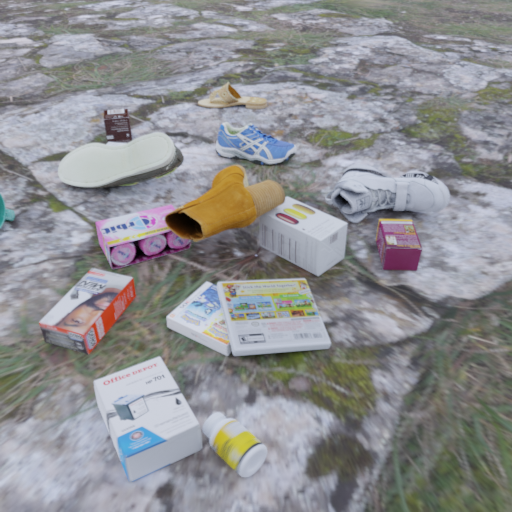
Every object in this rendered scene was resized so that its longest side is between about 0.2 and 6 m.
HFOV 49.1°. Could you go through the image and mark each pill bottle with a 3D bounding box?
[{"bbox_3d":[-0.294,2.382,7.151,0.467,0.467,0.834,-29,43,-34],"label":"pill bottle"}]

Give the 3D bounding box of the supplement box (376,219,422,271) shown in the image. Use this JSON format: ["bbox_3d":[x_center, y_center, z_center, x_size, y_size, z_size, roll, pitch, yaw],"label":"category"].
[{"bbox_3d":[2.716,-0.224,10.728,0.675,0.532,1.031,3,35,2],"label":"supplement box"}]

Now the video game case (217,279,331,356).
[{"bbox_3d":[0.256,0.950,9.048,1.577,0.181,1.436,-2,44,-16],"label":"video game case"}]

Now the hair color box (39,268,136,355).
[{"bbox_3d":[-2.739,0.870,9.257,0.837,0.483,1.510,12,39,15],"label":"hair color box"}]

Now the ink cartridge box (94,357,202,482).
[{"bbox_3d":[-1.460,2.114,7.437,1.002,0.587,1.368,-18,41,-24],"label":"ink cartridge box"}]

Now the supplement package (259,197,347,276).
[{"bbox_3d":[0.873,-0.402,10.726,1.499,0.821,0.853,28,44,34],"label":"supplement package"}]

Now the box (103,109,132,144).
[{"bbox_3d":[-3.691,-3.430,14.971,0.661,0.797,0.654,-8,37,-10],"label":"box"}]

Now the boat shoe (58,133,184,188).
[{"bbox_3d":[-3.118,-2.086,12.918,2.958,1.057,0.884,-8,-11,16],"label":"boat shoe"}]

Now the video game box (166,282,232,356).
[{"bbox_3d":[-0.660,1.000,9.248,1.229,0.288,1.120,20,43,25],"label":"video game box"}]

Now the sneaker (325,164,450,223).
[{"bbox_3d":[2.696,-1.204,11.814,2.452,0.921,1.409,18,40,31],"label":"sneaker"}]

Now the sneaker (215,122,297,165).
[{"bbox_3d":[-0.024,-2.846,14.148,2.119,0.816,0.802,8,35,10],"label":"sneaker"}]

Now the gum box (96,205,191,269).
[{"bbox_3d":[-2.162,-0.407,10.957,1.671,0.553,0.948,-16,39,-22],"label":"gum box"}]

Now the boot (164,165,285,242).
[{"bbox_3d":[-0.926,-1.036,11.027,2.007,0.986,2.803,-23,20,-24],"label":"boot"}]

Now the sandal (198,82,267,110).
[{"bbox_3d":[-0.734,-4.977,17.203,2.148,0.706,0.788,5,36,7],"label":"sandal"}]

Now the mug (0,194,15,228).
[{"bbox_3d":[-5.724,-0.856,11.237,0.872,1.410,1.159,3,54,27],"label":"mug"}]

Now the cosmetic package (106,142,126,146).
[{"bbox_3d":[-3.138,-2.401,13.788,1.284,0.521,0.725,8,37,10],"label":"cosmetic package"}]
